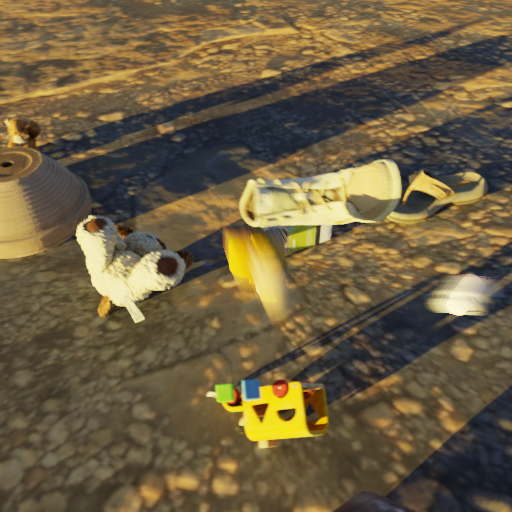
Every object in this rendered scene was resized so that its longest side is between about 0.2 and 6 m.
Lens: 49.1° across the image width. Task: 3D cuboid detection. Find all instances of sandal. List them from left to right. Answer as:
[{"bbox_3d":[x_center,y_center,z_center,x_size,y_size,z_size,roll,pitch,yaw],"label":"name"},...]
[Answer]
[{"bbox_3d":[3.984,-1.540,12.651,2.962,0.800,1.190,-16,43,-17],"label":"sandal"}]

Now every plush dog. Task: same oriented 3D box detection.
[{"bbox_3d":[-2.232,0.156,10.488,2.073,1.663,1.780,27,28,7],"label":"plush dog"}]

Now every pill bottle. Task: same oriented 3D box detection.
[{"bbox_3d":[2.674,0.503,7.168,0.301,0.301,0.531,29,52,29],"label":"pill bottle"}]

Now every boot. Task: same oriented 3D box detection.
[{"bbox_3d":[0.856,-0.861,8.247,1.795,0.836,2.321,-2,-4,-20],"label":"boot"},{"bbox_3d":[2.009,4.285,5.678,3.542,1.138,3.301,19,32,16],"label":"boot"}]

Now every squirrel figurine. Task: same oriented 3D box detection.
[{"bbox_3d":[-5.877,-2.966,14.039,0.860,1.134,1.215,-2,41,-2],"label":"squirrel figurine"}]

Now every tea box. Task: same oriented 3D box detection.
[{"bbox_3d":[0.797,-0.812,11.805,1.193,0.810,1.213,-18,44,-19],"label":"tea box"}]

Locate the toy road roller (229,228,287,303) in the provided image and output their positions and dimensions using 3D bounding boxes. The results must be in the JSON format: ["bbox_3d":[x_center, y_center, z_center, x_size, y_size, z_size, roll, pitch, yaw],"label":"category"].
[{"bbox_3d":[0.005,0.091,6.873,0.729,0.614,0.998,0,26,5],"label":"toy road roller"}]

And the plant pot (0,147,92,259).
[{"bbox_3d":[-5.189,-1.391,12.065,2.975,1.373,2.975,0,42,0],"label":"plant pot"}]

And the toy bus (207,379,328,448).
[{"bbox_3d":[0.186,2.308,8.123,1.615,1.711,0.884,-1,71,-12],"label":"toy bus"}]
